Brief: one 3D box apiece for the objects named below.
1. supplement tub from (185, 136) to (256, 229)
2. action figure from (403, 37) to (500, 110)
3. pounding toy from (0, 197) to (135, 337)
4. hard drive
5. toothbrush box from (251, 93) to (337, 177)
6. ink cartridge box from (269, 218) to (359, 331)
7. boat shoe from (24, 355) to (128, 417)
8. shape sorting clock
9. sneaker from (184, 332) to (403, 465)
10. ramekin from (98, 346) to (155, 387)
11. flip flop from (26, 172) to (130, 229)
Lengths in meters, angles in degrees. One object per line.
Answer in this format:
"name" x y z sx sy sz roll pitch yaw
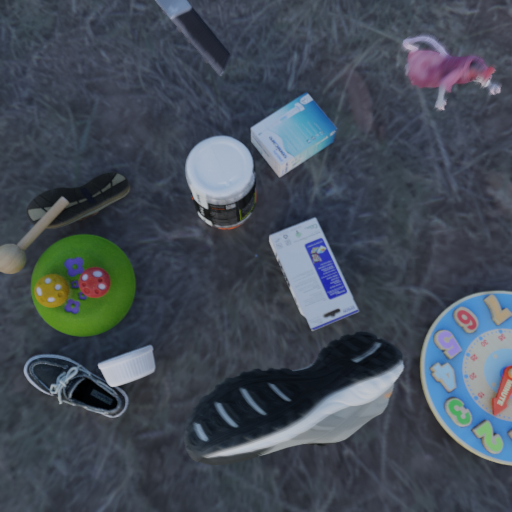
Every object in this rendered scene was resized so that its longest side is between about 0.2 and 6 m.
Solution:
"supplement tub" -0.617 -1.278 10.582 1.245 2.033 1.245 0 73 0
"action figure" 3.075 -2.885 8.564 0.991 1.480 1.102 -23 113 -18
"pounding toy" -3.473 0.340 10.251 1.956 1.176 2.534 -44 91 -4
"hard drive" -1.094 -3.886 9.559 0.427 1.360 2.016 -41 35 9
"toothbrush box" 0.767 -2.520 11.691 1.459 0.622 1.068 -35 76 -10
"ink cartridge box" 1.104 0.373 10.952 1.034 0.407 2.078 -20 73 -6
"boat shoe" -3.346 2.367 10.191 2.061 0.704 0.761 28 75 8
"shape sorting clock" 4.646 2.168 10.295 3.178 0.623 3.178 0 73 0
"sneaker" 0.658 2.270 7.995 3.462 1.373 1.279 -13 29 -26
"ramekin" -2.310 2.014 10.181 1.022 1.022 0.476 -19 87 -5
"flip flop" -3.545 -1.065 11.332 2.095 0.603 0.850 -28 71 -23
